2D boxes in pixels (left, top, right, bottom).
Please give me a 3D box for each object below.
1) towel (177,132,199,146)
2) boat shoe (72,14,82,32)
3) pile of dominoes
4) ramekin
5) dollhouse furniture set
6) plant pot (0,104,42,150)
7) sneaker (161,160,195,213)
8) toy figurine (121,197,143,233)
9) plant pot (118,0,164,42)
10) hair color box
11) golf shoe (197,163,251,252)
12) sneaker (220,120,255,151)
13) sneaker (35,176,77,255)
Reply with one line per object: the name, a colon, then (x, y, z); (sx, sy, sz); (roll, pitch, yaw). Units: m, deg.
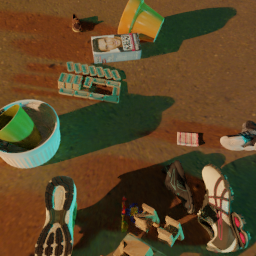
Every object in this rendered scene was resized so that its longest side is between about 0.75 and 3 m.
towel: (2.329, 0.418, 10.901); (0.818, 0.122, 0.598); (5, 52, 4)
boat shoe: (-2.878, -5.855, 15.544); (0.507, 0.506, 1.405); (-10, 53, -7)
pile of dominoes: (-1.705, -2.010, 12.773); (2.790, 0.444, 2.175); (10, 50, -2)
ramekin: (-3.674, 0.293, 10.242); (2.493, 1.309, 2.493); (0, 51, 1)
dollhouse furniture set: (0.840, 3.929, 7.621); (2.634, 1.714, 2.419); (18, 50, 40)
plant pot: (-3.837, 0.116, 9.993); (1.332, 1.424, 1.332); (-25, 38, 22)
sneaker: (1.686, 2.008, 9.412); (0.764, 0.727, 1.928); (-18, 47, 4)
toy figurine: (0.142, 2.718, 8.847); (0.671, 0.591, 1.120); (4, 53, -4)
plant pot: (0.749, -5.412, 14.404); (1.894, 2.069, 2.069); (24, 54, 0)
hair color box: (-0.588, -3.934, 13.780); (2.312, 0.701, 1.144); (-7, 66, -5)
golf shoe: (2.721, 2.401, 8.792); (1.242, 1.088, 2.819); (-11, 52, 0)
sneaker: (4.356, 0.272, 10.678); (1.863, 0.703, 1.060); (3, 51, -5)
sneaker: (-1.940, 2.891, 8.418); (1.085, 1.250, 2.821); (6, 78, 8)
